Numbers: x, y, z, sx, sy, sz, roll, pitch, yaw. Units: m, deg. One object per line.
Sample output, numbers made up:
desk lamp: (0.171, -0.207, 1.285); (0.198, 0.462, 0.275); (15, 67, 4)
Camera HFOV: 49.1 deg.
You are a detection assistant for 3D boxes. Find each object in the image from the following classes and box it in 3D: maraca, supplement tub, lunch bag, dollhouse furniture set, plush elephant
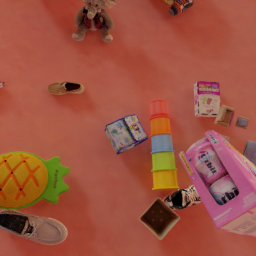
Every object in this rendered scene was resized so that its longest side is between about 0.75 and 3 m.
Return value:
maraca: (-3.048, 1.532, 8.349); (2.548, 1.363, 1.747); (2, 67, -10)
supplement tub: (1.881, -4.365, 10.006); (0.900, 0.481, 0.481); (-38, 81, -8)
lunch bag: (-0.038, 0.165, 8.961); (1.132, 0.722, 0.963); (-23, 77, -18)
dollhouse furniture set: (3.567, 0.714, 8.094); (2.377, 1.551, 2.244); (19, 90, 9)
plush elephant: (-1.142, -3.911, 9.467); (1.420, 1.335, 1.724); (9, 78, 2)

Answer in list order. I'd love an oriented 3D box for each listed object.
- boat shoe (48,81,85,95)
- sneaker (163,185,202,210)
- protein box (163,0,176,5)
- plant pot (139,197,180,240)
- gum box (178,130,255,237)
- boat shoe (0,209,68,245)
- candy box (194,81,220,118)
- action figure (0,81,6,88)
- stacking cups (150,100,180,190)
boat shoe: (-2.105, -1.381, 9.403); (1.240, 0.412, 0.459); (-3, 78, -1)
sneaker: (1.825, 2.066, 8.378); (1.515, 0.986, 0.605); (-11, 79, -3)
protein box: (1.418, -5.471, 9.946); (1.404, 0.954, 1.415); (30, 79, 1)
plant pot: (0.908, 2.666, 8.367); (0.861, 0.763, 0.860); (43, 81, 9)
gum box: (2.427, 1.337, 6.170); (0.980, 2.963, 1.681); (-41, 49, 19)
boat shoe: (-2.926, 2.960, 8.284); (2.221, 0.791, 0.775); (15, 78, 3)
candy box: (2.626, -0.943, 9.309); (0.783, 0.350, 1.148); (3, 77, -6)
action figure: (-4.655, -1.491, 9.471); (1.014, 0.755, 0.680); (3, 109, -17)
stacking cups: (1.124, 0.522, 8.868); (0.850, 0.850, 2.810); (-1, 74, 0)
